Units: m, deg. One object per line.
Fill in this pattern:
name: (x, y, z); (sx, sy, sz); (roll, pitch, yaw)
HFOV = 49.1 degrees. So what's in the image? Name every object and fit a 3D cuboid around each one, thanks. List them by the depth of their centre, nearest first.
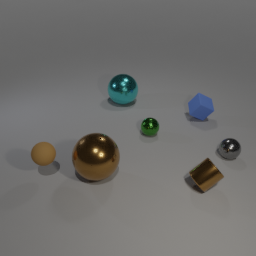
cylinder: (2.198, 1.307, 7.864); (0.700, 0.700, 0.700); (-40, 32, 9)
ball: (-2.449, 0.748, 8.122); (0.700, 0.700, 0.700); (0, 30, 0)
ball: (-0.936, 0.837, 8.215); (1.400, 1.400, 1.400); (0, 30, 0)
ball: (3.356, 0.677, 9.223); (0.700, 0.700, 0.700); (0, 30, 0)
ball: (0.825, -0.047, 10.481); (0.700, 0.700, 0.700); (0, 30, 0)
cube: (2.946, -0.859, 11.328); (0.700, 0.700, 0.700); (21, 47, -21)
ball: (-0.231, -1.757, 12.752); (1.400, 1.400, 1.400); (0, 30, 0)
